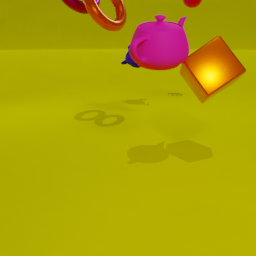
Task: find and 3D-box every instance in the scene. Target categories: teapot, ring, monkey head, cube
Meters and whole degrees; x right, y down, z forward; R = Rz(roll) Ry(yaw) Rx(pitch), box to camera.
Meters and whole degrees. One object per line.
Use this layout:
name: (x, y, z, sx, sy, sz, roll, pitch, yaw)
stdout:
teapot: (0.568, -1.512, 4.803, 1.033, 0.813, 1.661, 23, 41, 32)
ring: (-0.555, -3.046, 6.895, 0.277, 1.387, 1.387, -19, 2, 40)
monkey head: (0.484, -2.825, 11.064, 1.587, 0.956, 1.142, 9, 4, 39)
ring: (-1.320, -3.623, 7.187, 0.290, 1.452, 1.452, -21, -1, 43)
cube: (1.586, -1.087, 5.406, 0.829, 0.829, 0.829, -34, -8, 4)

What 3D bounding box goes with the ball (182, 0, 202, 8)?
ball: (2.522, -5.122, 10.927, 0.812, 0.812, 0.812, 0, 17, 0)
